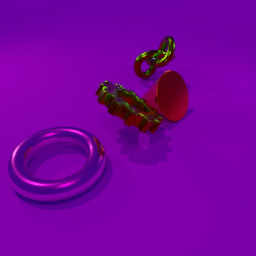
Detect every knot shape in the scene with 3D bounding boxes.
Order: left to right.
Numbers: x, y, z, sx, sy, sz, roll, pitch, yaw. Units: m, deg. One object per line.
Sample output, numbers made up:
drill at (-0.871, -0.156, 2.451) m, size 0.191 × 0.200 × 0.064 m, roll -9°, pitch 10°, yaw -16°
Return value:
knot shape at (1.033, -2.387, 9.289) m, size 1.685 × 0.779 × 1.577 m, roll -39°, pitch 7°, yaw -32°

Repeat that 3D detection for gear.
gear at (0.045, -0.518, 6.644) m, size 1.697 × 0.314 × 1.697 m, roll 29°, pitch 20°, yaw -12°

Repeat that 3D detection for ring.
ring at (-1.480, 0.665, 5.890) m, size 2.055 × 0.411 × 2.055 m, roll 0°, pitch 38°, yaw 0°

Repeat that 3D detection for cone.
cone at (0.763, -0.825, 7.937) m, size 1.367 × 1.362 × 1.362 m, roll -4°, pitch 23°, yaw 46°
